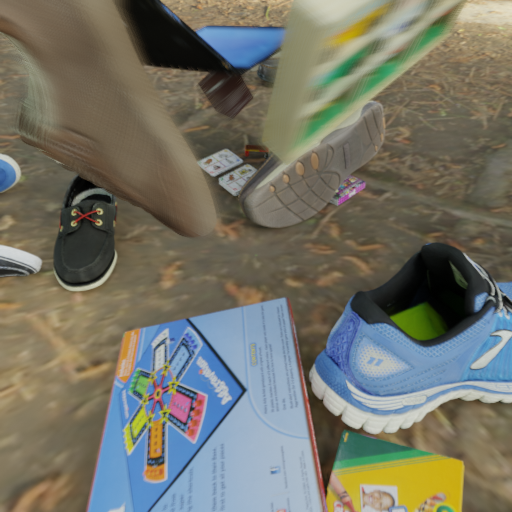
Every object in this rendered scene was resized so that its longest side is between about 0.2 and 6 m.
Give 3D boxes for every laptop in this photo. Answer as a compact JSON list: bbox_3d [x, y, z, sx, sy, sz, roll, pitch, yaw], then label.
[{"bbox_3d":[-1.195,-3.892,9.019,2.756,1.606,3.110,21,-4,41],"label":"laptop"}]

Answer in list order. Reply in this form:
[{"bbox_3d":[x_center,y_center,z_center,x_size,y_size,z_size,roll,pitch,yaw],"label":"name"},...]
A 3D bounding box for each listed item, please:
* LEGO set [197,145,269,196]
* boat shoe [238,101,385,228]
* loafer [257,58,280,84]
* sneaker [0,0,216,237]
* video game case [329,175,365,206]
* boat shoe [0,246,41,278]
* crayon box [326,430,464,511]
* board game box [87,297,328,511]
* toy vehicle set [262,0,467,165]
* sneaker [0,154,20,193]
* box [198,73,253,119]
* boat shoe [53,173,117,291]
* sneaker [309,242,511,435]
[{"bbox_3d":[0.321,-1.626,10.591,2.353,0.577,1.757,-32,57,-30],"label":"LEGO set"},{"bbox_3d":[0.856,-1.651,9.685,1.243,1.263,3.390,26,51,38],"label":"boat shoe"},{"bbox_3d":[1.691,-4.946,14.157,3.358,1.214,1.222,-1,38,0],"label":"loafer"},{"bbox_3d":[-1.441,-1.184,5.087,1.199,3.174,1.118,-33,44,-7],"label":"sneaker"},{"bbox_3d":[1.417,-1.264,10.153,0.781,0.154,0.862,28,45,32],"label":"video game case"},{"bbox_3d":[-4.045,0.187,7.882,1.890,0.678,0.641,7,69,-12],"label":"boat shoe"},{"bbox_3d":[1.078,2.537,4.744,1.147,0.562,1.930,10,38,16],"label":"crayon box"},{"bbox_3d":[-0.464,1.950,5.152,2.080,0.393,4.042,-11,34,4],"label":"board game box"},{"bbox_3d":[1.626,-2.886,6.893,0.484,2.266,3.647,44,67,13],"label":"toy vehicle set"},{"bbox_3d":[-5.133,-1.167,9.466,2.053,0.788,1.142,-3,31,2],"label":"sneaker"},{"bbox_3d":[-0.501,-2.755,9.362,0.540,0.650,0.534,-47,48,-8],"label":"box"},{"bbox_3d":[-2.618,-0.473,8.605,0.938,0.804,2.565,-3,38,-6],"label":"boat shoe"},{"bbox_3d":[2.348,0.718,6.134,3.642,1.624,1.431,-9,37,-31],"label":"sneaker"}]
